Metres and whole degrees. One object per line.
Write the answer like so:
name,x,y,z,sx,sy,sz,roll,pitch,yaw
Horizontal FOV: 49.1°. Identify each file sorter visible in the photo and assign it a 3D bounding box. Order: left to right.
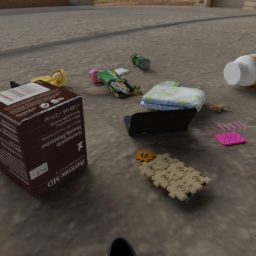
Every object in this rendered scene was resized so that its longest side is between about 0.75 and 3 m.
file sorter,3.857,0.176,10.484,0.953,0.597,0.662,-8,31,-13

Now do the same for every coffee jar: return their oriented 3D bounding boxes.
coffee jar,0.776,-4.330,18.137,0.791,0.647,1.517,-13,32,-21

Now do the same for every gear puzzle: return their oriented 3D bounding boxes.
gear puzzle,1.119,1.387,8.740,1.398,0.354,2.700,-23,34,-30

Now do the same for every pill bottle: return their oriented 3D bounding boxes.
pill bottle,6.748,-3.167,15.195,2.909,1.615,1.615,-14,33,-22

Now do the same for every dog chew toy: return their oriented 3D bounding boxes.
dog chew toy,-1.591,-2.950,15.806,1.142,0.711,0.711,-4,30,-22

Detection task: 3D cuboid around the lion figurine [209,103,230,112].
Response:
lion figurine,4.149,-0.939,12.747,0.907,0.329,0.555,-2,20,-32

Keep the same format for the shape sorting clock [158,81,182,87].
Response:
shape sorting clock,2.212,-2.124,14.746,1.296,0.254,1.296,-3,36,2

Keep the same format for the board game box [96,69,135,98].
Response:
board game box,-0.665,-2.367,14.635,1.092,0.244,2.084,-23,54,-30

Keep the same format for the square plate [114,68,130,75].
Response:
square plate,-0.451,-3.480,17.211,0.865,0.124,0.873,-25,39,-37

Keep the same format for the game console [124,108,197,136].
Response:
game console,1.142,-0.527,10.895,2.402,1.398,2.113,-5,31,-9

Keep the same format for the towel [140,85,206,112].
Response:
towel,2.127,-1.330,12.892,2.669,0.643,2.284,9,27,20

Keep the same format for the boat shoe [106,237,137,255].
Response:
boat shoe,-0.020,3.100,5.417,0.813,0.678,2.178,-5,32,-11

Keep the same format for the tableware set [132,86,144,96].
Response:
tableware set,0.457,-1.983,14.612,0.709,0.161,1.052,7,31,12

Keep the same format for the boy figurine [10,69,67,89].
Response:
boy figurine,-4.377,-2.270,14.377,2.904,0.936,1.806,-25,36,-32

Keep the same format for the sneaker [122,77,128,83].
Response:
sneaker,-0.650,-2.478,15.221,1.175,0.447,0.849,15,41,9

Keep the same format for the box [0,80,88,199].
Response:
box,-2.726,0.209,8.465,2.106,2.564,2.127,23,38,33
